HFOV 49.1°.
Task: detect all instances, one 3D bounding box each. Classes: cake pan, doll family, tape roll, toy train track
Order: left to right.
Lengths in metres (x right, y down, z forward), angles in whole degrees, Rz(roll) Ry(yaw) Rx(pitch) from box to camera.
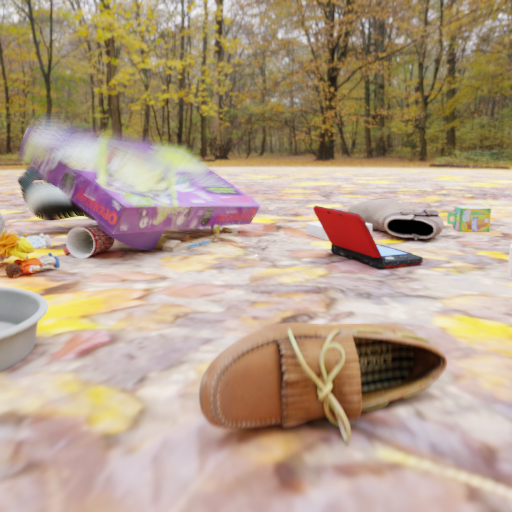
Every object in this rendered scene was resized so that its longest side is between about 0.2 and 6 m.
[{"bbox_3d":[-3.525,0.844,5.912,2.528,0.464,2.528,0,12,0],"label":"cake pan"},{"bbox_3d":[-4.392,-0.144,9.839,1.783,0.803,1.107,9,16,36],"label":"doll family"},{"bbox_3d":[-2.616,-0.743,11.814,1.383,0.588,1.383,28,18,-10],"label":"tape roll"},{"bbox_3d":[-1.200,-0.476,12.579,1.405,0.398,2.450,7,14,30],"label":"toy train track"}]

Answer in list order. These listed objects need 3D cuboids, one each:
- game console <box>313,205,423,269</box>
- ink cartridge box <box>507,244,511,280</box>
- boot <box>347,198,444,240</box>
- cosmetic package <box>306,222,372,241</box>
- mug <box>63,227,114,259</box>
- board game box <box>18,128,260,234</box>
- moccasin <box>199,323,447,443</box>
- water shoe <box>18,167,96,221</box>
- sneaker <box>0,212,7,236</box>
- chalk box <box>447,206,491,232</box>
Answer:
[{"bbox_3d":[2.113,-0.420,10.710,1.503,1.035,1.744,-5,13,-23],"label":"game console"},{"bbox_3d":[4.602,0.114,9.239,0.777,0.570,0.568,6,13,29],"label":"ink cartridge box"},{"bbox_3d":[3.279,-0.868,13.520,2.397,0.842,1.752,2,14,17],"label":"boot"},{"bbox_3d":[1.990,-0.635,13.515,1.280,0.331,0.965,-5,15,-24],"label":"cosmetic package"},{"bbox_3d":[-3.410,-0.321,11.359,0.824,0.620,0.929,4,9,14],"label":"mug"},{"bbox_3d":[-2.296,-1.640,12.546,2.977,0.801,4.961,33,19,24],"label":"board game box"},{"bbox_3d":[0.617,0.996,4.568,2.273,0.831,0.877,4,-1,-31],"label":"moccasin"},{"bbox_3d":[-4.520,-1.740,14.719,1.220,1.346,3.412,-44,-20,25],"label":"water shoe"},{"bbox_3d":[-5.591,-0.386,10.197,1.057,1.160,2.830,1,12,4],"label":"sneaker"},{"bbox_3d":[5.428,-0.954,14.396,0.989,0.615,0.612,0,11,4],"label":"chalk box"}]
